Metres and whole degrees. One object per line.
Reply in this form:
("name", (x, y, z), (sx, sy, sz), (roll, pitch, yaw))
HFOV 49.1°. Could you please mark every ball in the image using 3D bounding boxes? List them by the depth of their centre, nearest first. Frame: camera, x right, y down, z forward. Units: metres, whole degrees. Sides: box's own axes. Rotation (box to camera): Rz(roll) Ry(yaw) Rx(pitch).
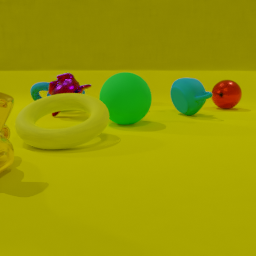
("ball", (-0.065, -0.767, 7.356), (1.375, 1.375, 1.375), (0, 13, 0))
("ball", (3.512, -1.200, 10.009), (1.043, 1.043, 1.043), (0, 13, 0))

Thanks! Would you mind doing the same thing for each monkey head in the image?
("monkey head", (-2.182, 0.014, 3.847), (1.135, 1.356, 1.884), (27, 8, 30))
("monkey head", (-1.758, -1.053, 8.437), (1.607, 0.968, 1.156), (-35, -10, 22))

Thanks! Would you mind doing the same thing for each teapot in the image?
("teapot", (1.916, -1.043, 8.781), (0.947, 1.202, 1.933), (-25, 18, -17))

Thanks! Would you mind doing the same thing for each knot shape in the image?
("knot shape", (-2.577, -1.282, 9.990), (1.777, 0.877, 1.899), (-16, 4, 9))

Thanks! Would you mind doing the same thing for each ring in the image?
("ring", (-1.349, -0.202, 5.838), (1.917, 0.383, 1.917), (-1, 32, 1))
